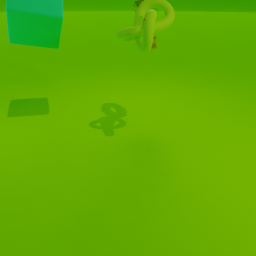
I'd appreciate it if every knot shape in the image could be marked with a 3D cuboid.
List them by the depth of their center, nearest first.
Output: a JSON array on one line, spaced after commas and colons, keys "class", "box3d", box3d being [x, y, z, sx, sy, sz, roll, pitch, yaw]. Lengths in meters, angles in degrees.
[{"class": "knot shape", "box3d": [0.471, -2.486, 6.646, 1.391, 0.687, 1.487, -51, 30, -4]}]

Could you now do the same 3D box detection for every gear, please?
[{"class": "gear", "box3d": [0.495, -2.889, 7.926, 0.255, 1.377, 1.377, -17, 25, 3]}]

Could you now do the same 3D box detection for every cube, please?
[{"class": "cube", "box3d": [-2.622, -3.299, 7.942, 1.398, 1.398, 1.398, 2, 68, -19]}]
